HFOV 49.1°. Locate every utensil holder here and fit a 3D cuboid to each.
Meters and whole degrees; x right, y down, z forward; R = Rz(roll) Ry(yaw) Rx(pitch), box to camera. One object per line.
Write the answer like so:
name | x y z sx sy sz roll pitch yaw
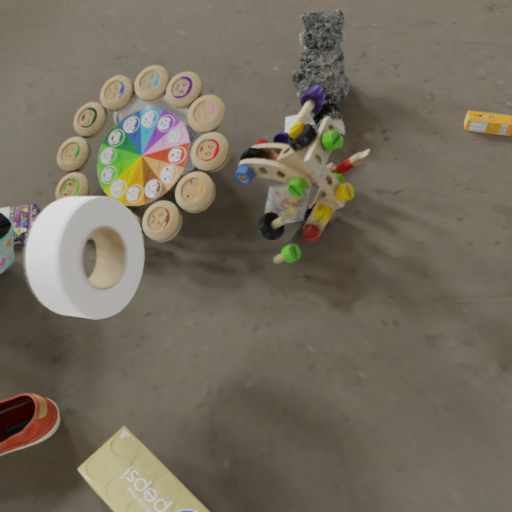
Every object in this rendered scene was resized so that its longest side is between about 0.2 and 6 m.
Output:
utensil holder | -1.953 -2.632 11.701 1.401 1.401 1.649 -31 61 -22

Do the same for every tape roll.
tape roll | -2.366 0.011 7.973 0.611 1.748 1.748 2 49 29

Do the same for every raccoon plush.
raccoon plush | 1.734 -4.255 12.640 1.327 1.838 2.743 -16 54 -12

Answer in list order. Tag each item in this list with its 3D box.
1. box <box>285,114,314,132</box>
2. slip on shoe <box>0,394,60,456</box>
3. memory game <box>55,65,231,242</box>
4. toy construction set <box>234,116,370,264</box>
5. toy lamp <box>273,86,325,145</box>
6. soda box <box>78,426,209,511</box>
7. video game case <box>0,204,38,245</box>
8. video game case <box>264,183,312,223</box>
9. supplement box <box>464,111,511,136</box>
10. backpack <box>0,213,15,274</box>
box | 0.948 -2.767 12.292 0.562 0.565 0.369 -12 52 -8
slip on shoe | -4.095 2.645 7.972 2.470 0.756 0.915 -22 57 -14
memory game | -2.256 -1.930 10.712 3.854 0.245 3.854 -6 73 18
toy construction set | 1.210 -1.539 10.039 2.645 2.032 2.206 -34 94 -41
toy lamp | 0.963 -2.973 11.948 0.540 0.540 1.854 22 56 17
soda box | -1.185 3.435 7.325 2.483 0.795 0.841 36 61 24
video game case | -4.673 -0.592 10.856 0.828 0.163 0.913 -10 53 -8
video game case | 0.585 -0.977 10.544 0.911 0.829 0.104 -11 39 -30
supplement box | 5.251 -2.986 12.613 1.031 0.355 0.343 11 52 6
backpack | -5.133 -0.016 9.489 1.729 1.508 1.967 20 43 15
